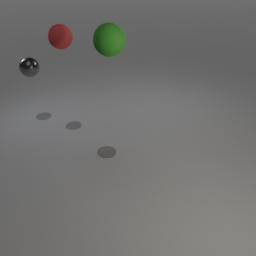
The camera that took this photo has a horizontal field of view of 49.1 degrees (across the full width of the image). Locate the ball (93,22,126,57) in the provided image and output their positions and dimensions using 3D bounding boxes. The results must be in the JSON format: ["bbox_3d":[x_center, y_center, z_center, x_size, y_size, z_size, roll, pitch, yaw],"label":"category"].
[{"bbox_3d":[-0.397,-1.880,5.980,0.700,0.700,0.700,0,29,0],"label":"ball"}]

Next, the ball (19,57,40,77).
[{"bbox_3d":[-3.539,-2.178,10.048,0.700,0.700,0.700,0,29,0],"label":"ball"}]

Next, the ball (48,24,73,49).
[{"bbox_3d":[-1.944,-2.621,8.040,0.700,0.700,0.700,0,29,0],"label":"ball"}]
